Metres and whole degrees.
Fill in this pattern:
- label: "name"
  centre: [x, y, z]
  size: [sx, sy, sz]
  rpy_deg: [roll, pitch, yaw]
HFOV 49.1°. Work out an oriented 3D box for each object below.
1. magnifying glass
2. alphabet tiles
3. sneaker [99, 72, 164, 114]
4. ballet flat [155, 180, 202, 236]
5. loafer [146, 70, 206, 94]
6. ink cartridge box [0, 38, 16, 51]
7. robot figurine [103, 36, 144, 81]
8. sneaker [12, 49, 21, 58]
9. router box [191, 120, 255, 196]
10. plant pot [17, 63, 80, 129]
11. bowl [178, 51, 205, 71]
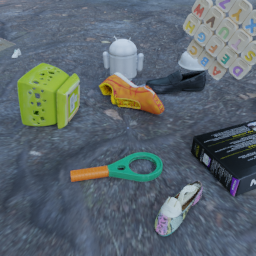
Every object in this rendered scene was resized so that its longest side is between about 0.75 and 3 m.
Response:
- label: "magnifying glass"
  centre: [-0.266, 1.069, 7.120]
  size: [2.340, 0.262, 0.932]
  rpy_deg: [-5, 35, -11]
- label: "alphabet tiles"
  centre: [2.666, -2.585, 8.034]
  size: [0.179, 2.398, 2.451]
  rpy_deg: [-35, 76, -31]
- label: "sneaker"
  centre: [0.101, -1.019, 9.767]
  size: [1.101, 1.042, 2.855]
  rpy_deg: [-43, 45, -18]
- label: "ballet flat"
  centre: [1.102, 1.608, 5.999]
  size: [0.542, 0.558, 1.569]
  rpy_deg: [27, 42, 35]
- label: "loafer"
  centre: [1.856, -1.846, 10.851]
  size: [2.395, 0.841, 0.813]
  rpy_deg: [-5, 34, -7]
- label: "ink cartridge box"
  centre: [-3.665, -2.302, 7.078]
  size: [1.401, 0.351, 1.128]
  rpy_deg: [-3, -11, 42]
- label: "robot figurine"
  centre: [-0.188, -2.649, 11.081]
  size: [1.628, 1.919, 1.084]
  rpy_deg: [3, 34, 7]
- label: "sneaker"
  centre: [-5.686, -3.779, 14.173]
  size: [0.283, 0.333, 0.752]
  rpy_deg: [5, 35, 4]
- label: "router box"
  centre: [3.184, 0.646, 7.358]
  size: [2.424, 0.619, 1.808]
  rpy_deg: [-13, 36, -19]
- label: "plant pot"
  centre: [-2.415, -0.974, 8.984]
  size: [1.452, 1.600, 1.592]
  rpy_deg: [14, 36, 6]
- label: "bowl"
  centre: [3.178, -3.316, 13.166]
  size: [1.574, 0.707, 1.574]
  rpy_deg: [-1, 34, 0]
